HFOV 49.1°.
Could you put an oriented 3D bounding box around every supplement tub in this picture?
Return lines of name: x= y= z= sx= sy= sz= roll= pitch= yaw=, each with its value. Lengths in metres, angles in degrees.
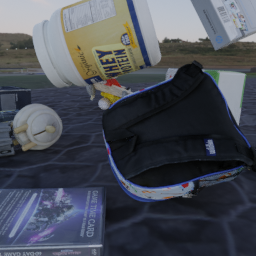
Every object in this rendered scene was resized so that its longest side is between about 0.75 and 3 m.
supplement tub: x=-0.775 y=-2.366 z=7.576 sx=2.976 sy=2.149 sz=2.149 roll=-15 pitch=12 yaw=9

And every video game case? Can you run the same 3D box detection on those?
video game case: x=-1.490 y=1.329 z=4.170 sx=2.293 sy=0.218 sz=1.638 roll=0 pitch=14 yaw=-3

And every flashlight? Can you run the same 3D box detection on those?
flashlight: x=-4.211 y=0.308 z=6.698 sx=2.690 sy=0.911 sz=0.914 roll=-9 pitch=36 yaw=-20

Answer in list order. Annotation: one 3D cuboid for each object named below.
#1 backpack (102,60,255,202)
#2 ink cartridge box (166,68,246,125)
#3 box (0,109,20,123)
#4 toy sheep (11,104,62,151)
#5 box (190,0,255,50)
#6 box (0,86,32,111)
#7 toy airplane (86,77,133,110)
backpack: x=0.656 y=0.214 z=4.761 sx=2.104 sy=1.702 sz=2.209 roll=-13 pitch=58 yaw=-12
ink cartridge box: x=2.447 y=-0.973 z=9.644 sx=1.177 sy=2.039 sz=2.792 roll=-1 pitch=14 yaw=-24
box: x=-4.666 y=-0.302 z=10.326 sx=1.744 sy=0.445 sz=1.375 roll=-12 pitch=19 yaw=-40
toy sheep: x=-2.440 y=-0.008 z=7.497 sx=1.372 sy=1.372 sz=1.990 roll=-11 pitch=17 yaw=-38
box: x=2.352 y=-2.881 z=6.441 sx=2.221 sy=1.731 sz=0.457 roll=-30 pitch=3 yaw=-36
box: x=-5.461 y=-1.117 z=11.975 sx=1.960 sy=1.236 sz=1.994 roll=-12 pitch=18 yaw=-41
toy airplane: x=-0.904 y=-1.760 z=13.512 sx=2.516 sy=1.784 sz=2.527 roll=30 pitch=-11 yaw=-20
